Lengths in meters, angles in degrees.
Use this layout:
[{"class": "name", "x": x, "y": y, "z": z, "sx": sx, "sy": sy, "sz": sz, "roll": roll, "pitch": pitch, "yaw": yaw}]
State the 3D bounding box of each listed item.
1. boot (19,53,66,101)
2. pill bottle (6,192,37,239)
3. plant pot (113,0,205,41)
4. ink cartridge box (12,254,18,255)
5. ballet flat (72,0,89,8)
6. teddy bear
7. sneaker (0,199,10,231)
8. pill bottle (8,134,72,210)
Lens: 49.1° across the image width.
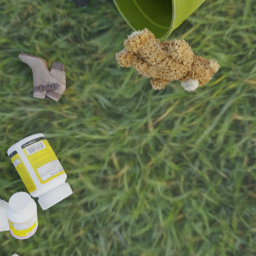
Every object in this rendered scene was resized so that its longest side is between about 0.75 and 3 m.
[{"class": "boot", "x": -2.606, "y": -1.470, "z": 8.307, "sx": 1.596, "sy": 0.561, "sz": 1.167, "roll": 15, "pitch": 93, "yaw": 8}, {"class": "pill bottle", "x": -2.472, "y": 2.030, "z": 6.545, "sx": 0.652, "sy": 1.250, "sz": 0.652, "roll": 8, "pitch": 43, "yaw": -7}, {"class": "plant pot", "x": 1.282, "y": -4.391, "z": 7.545, "sx": 2.865, "sy": 2.976, "sz": 2.976, "roll": -36, "pitch": 87, "yaw": -15}, {"class": "ink cartridge box", "x": -3.329, "y": 4.980, "z": 7.573, "sx": 1.696, "sy": 0.995, "sz": 2.317, "roll": 39, "pitch": 86, "yaw": 2}, {"class": "ballet flat", "x": -1.607, "y": -4.653, "z": 8.455, "sx": 0.655, "sy": 0.659, "sz": 1.926, "roll": -12, "pitch": 86, "yaw": 0}, {"class": "teddy bear", "x": 0.824, "y": -1.349, "z": 6.072, "sx": 2.230, "sy": 1.617, "sz": 0.745, "roll": 26, "pitch": 54, "yaw": -31}, {"class": "sneaker", "x": -4.342, "y": 2.364, "z": 7.781, "sx": 2.492, "sy": 1.010, "sz": 0.936, "roll": 13, "pitch": 84, "yaw": 0}, {"class": "pill bottle", "x": -2.412, "y": 1.215, "z": 7.813, "sx": 1.091, "sy": 1.091, "sz": 1.909, "roll": -30, "pitch": 86, "yaw": -2}]
